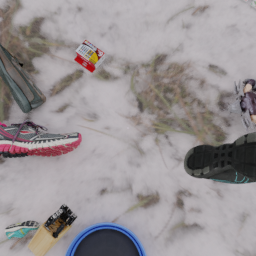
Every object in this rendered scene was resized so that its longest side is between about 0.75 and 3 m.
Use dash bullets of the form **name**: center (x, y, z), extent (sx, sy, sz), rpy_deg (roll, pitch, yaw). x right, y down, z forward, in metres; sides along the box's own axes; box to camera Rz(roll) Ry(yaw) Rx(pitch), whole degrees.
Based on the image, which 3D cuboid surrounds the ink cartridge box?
- **ink cartridge box**: center (-1.285, -2.362, 9.252), extent (0.830, 0.348, 0.729), rpy_deg (36, 79, 8)

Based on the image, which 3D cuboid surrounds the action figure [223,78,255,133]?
- **action figure**: center (4.361, -0.738, 8.570), extent (2.884, 1.001, 1.877), rpy_deg (-8, 83, 2)

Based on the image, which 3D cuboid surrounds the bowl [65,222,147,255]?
- **bowl**: center (-0.599, 3.780, 7.658), extent (2.307, 0.453, 2.307), rpy_deg (0, 76, 0)

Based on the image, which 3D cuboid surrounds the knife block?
- **knife block**: center (-2.066, 2.758, 7.386), extent (0.537, 1.474, 1.680), rpy_deg (43, 80, 11)

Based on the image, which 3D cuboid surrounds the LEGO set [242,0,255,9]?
- **LEGO set**: center (4.679, -5.328, 10.065), extent (1.515, 0.498, 2.029), rpy_deg (39, 90, 8)

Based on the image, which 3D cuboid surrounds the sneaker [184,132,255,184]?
- **sneaker**: center (2.029, 0.584, 4.920), extent (0.851, 2.147, 0.809), rpy_deg (23, 72, -34)

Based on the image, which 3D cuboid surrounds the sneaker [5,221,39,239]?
- **sneaker**: center (-2.995, 2.909, 7.982), extent (0.981, 0.380, 0.391), rpy_deg (-12, 96, 2)

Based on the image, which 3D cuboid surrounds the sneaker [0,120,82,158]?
- **sneaker**: center (-2.739, 0.270, 8.208), extent (2.757, 1.112, 1.029), rpy_deg (-1, 74, 0)

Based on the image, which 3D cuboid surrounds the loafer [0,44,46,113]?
- **loafer**: center (-3.557, -1.705, 8.923), extent (0.825, 0.942, 2.623), rpy_deg (-29, 84, -27)
